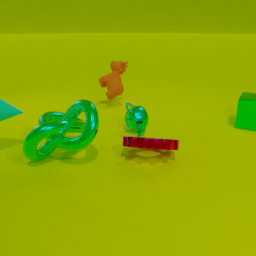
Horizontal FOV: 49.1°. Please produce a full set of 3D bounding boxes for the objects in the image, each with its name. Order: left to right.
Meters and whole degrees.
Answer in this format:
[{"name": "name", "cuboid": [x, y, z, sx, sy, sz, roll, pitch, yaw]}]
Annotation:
[{"name": "cone", "cuboid": [-3.185, -0.427, 6.695, 1.303, 1.298, 1.298, 4, 18, -24]}, {"name": "knot shape", "cuboid": [-1.631, 0.107, 6.532, 1.790, 0.884, 1.913, -37, 22, -28]}, {"name": "cow figurine", "cuboid": [-0.432, -1.883, 10.762, 1.343, 1.365, 0.749, -27, -15, -4]}, {"name": "teapot", "cuboid": [0.223, -0.231, 8.167, 0.608, 0.772, 1.241, -6, 61, -34]}, {"name": "gear", "cuboid": [0.543, 0.358, 6.712, 1.329, 0.246, 1.329, 4, -2, 0]}, {"name": "cube", "cuboid": [3.930, -0.512, 8.688, 0.959, 0.959, 0.959, 11, 24, 26]}]
